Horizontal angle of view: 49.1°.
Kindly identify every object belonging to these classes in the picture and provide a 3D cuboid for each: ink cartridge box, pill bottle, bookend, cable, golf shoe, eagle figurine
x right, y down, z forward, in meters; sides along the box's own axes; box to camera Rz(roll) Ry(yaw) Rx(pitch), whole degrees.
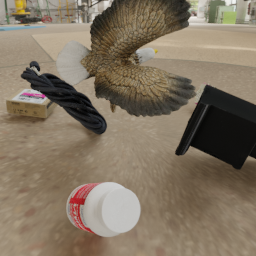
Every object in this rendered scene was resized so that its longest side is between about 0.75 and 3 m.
[{"bbox_3d":[-3.159,-0.844,9.326,1.340,0.503,1.104,7,29,4],"label":"ink cartridge box"},{"bbox_3d":[-0.396,1.220,4.268,0.766,0.766,1.365,-16,-4,-30],"label":"pill bottle"},{"bbox_3d":[2.382,0.185,5.660,2.351,1.083,2.337,25,22,9],"label":"bookend"},{"bbox_3d":[-1.521,-0.757,7.530,0.705,2.774,2.263,-51,25,-1],"label":"cable"},{"bbox_3d":[3.116,-0.749,9.410,1.900,0.869,0.715,36,5,23],"label":"golf shoe"},{"bbox_3d":[-0.013,-1.469,5.976,2.107,2.118,2.792,-54,25,-14],"label":"eagle figurine"}]
